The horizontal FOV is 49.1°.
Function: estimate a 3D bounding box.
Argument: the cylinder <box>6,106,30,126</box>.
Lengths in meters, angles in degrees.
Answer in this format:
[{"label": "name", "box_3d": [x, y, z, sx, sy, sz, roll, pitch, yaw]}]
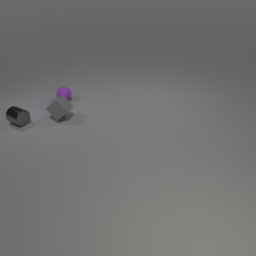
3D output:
[{"label": "cylinder", "box_3d": [-4.556, -0.491, 11.615, 0.700, 0.700, 0.700, 19, 37, 27]}]

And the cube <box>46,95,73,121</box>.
[{"label": "cube", "box_3d": [-2.876, -0.858, 11.847, 0.700, 0.700, 0.700, -36, 11, 23]}]

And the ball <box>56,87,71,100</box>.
[{"label": "ball", "box_3d": [-3.051, -1.614, 13.340, 0.700, 0.700, 0.700, 0, 33, 0]}]
